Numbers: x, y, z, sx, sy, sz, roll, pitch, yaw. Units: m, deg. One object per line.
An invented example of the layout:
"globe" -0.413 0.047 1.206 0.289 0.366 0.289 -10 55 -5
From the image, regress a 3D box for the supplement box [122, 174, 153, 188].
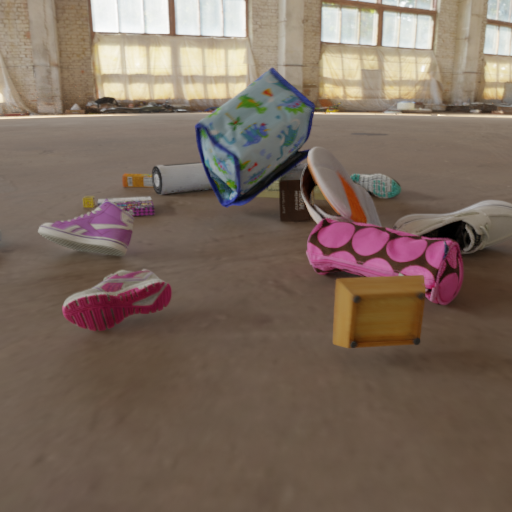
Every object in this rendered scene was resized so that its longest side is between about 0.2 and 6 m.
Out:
"supplement box" -3.482 -2.300 17.106 1.139 0.392 0.379 3 21 0

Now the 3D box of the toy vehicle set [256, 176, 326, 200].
"toy vehicle set" 0.891 -2.135 16.477 3.420 0.453 2.125 4 19 11

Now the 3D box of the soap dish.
"soap dish" 1.473 0.678 6.630 1.081 0.850 0.439 -2 19 -9

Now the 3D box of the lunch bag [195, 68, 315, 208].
"lunch bag" 0.004 -2.434 12.925 2.336 2.748 1.751 -39 75 -15

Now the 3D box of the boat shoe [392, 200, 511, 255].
"boat shoe" 3.963 -0.452 10.633 2.662 0.958 0.875 -3 24 -9

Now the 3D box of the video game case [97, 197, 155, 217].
"video game case" -3.270 -1.222 14.023 1.359 0.243 1.231 -5 19 -14

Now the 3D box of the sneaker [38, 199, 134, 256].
"sneaker" -3.217 -0.623 10.789 1.804 1.028 0.654 9 -17 6

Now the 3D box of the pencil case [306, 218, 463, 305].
"pencil case" 1.972 0.055 8.963 2.461 1.117 1.153 12 45 39

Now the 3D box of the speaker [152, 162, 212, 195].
"speaker" -1.918 -2.293 16.361 2.088 0.848 0.848 -10 21 -28

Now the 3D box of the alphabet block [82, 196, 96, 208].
"alphabet block" -4.346 -1.408 14.579 0.264 0.262 0.269 -3 19 -1

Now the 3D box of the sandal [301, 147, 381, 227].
"sandal" 1.577 -0.925 10.953 0.985 1.317 3.437 -23 -23 22

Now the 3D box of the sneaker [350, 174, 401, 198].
"sneaker" 3.514 -2.058 15.987 0.802 0.682 1.759 -9 21 -35

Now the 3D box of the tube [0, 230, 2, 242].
"tube" -6.094 -0.409 11.289 1.977 0.498 0.766 1 14 19

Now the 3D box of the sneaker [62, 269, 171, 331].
"sneaker" -1.966 0.573 7.820 1.467 0.597 0.647 -11 31 -27

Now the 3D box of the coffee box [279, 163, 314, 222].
"coffee box" 1.021 -1.578 13.701 0.712 1.021 1.786 0 22 10
